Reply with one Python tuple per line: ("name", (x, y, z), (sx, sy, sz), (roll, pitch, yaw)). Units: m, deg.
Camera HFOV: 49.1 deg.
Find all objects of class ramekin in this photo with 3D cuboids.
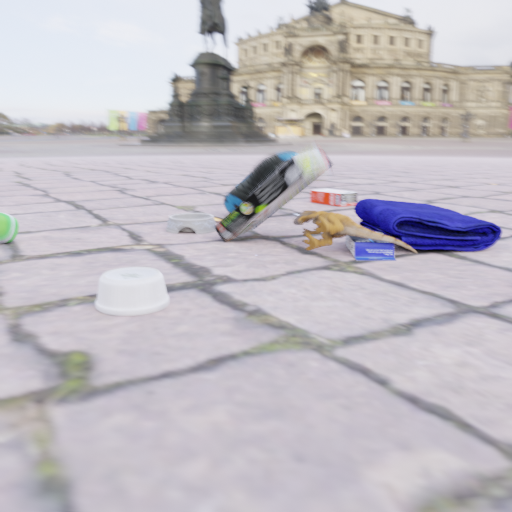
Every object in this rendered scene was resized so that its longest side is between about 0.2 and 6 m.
("ramekin", (-1.536, 0.415, 6.918), (0.897, 0.418, 0.897), (-1, 13, 0))

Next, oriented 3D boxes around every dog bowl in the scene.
("dog bowl", (-1.409, -0.709, 12.161), (1.107, 0.325, 1.107), (0, 14, 0))

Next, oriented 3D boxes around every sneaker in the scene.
("sneaker", (0.171, -1.897, 13.752), (2.278, 0.834, 0.933), (-30, 13, 24))

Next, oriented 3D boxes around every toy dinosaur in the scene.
("toy dinosaur", (1.501, -0.505, 9.749), (2.324, 0.702, 1.234), (23, 33, 36))

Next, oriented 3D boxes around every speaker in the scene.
("speaker", (-5.133, -0.611, 10.304), (0.599, 0.599, 1.355), (10, -4, 39))

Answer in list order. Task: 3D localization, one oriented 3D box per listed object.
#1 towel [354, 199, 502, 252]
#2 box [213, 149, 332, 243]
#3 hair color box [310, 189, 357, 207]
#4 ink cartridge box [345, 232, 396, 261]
("towel", (3.221, -0.598, 11.106), (2.057, 0.690, 2.786), (6, 12, -6))
("box", (0.306, -1.137, 10.708), (2.266, 0.393, 1.247), (-38, -5, 34))
("hair color box", (2.263, -1.709, 16.426), (0.705, 0.406, 1.271), (-8, 14, -34))
("ink cartridge box", (2.020, -0.186, 9.961), (0.706, 0.278, 1.419), (1, 14, 0))
